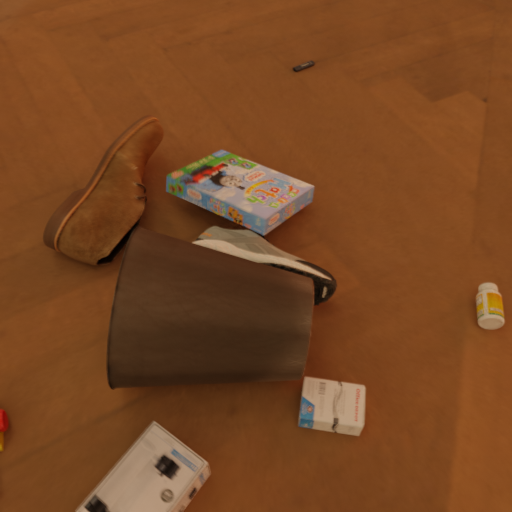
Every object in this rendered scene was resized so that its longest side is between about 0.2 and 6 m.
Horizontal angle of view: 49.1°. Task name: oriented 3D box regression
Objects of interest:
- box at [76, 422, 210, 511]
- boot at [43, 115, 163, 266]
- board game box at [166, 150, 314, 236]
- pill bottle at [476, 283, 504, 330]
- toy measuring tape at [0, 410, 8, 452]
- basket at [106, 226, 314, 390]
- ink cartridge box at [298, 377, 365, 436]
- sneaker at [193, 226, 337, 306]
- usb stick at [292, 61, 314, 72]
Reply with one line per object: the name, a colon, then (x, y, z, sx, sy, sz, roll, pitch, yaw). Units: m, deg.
box: (-1.677, 3.536, 8.093, 1.115, 0.575, 1.911, 32, 60, 20)
boot: (-2.706, -1.348, 11.568, 1.376, 1.343, 3.647, 26, 64, 5)
board game box: (-0.315, -1.374, 11.510, 2.443, 0.447, 1.848, 26, 38, 24)
pill bottle: (4.255, 0.905, 10.216, 0.445, 0.445, 0.788, 7, 53, 6)
toy measuring tape: (-4.148, 2.883, 8.624, 0.608, 0.608, 1.652, -12, 54, -9)
basket: (-0.652, 0.987, 9.206, 2.991, 2.034, 2.697, 7, 74, -1)
ink cartridge box: (1.224, 2.432, 9.055, 1.004, 0.423, 0.726, 8, 53, 6)
sneaker: (0.129, 0.076, 10.456, 2.918, 1.078, 1.157, 17, 47, 16)
usb stick: (1.272, -5.090, 15.029, 0.647, 0.105, 0.179, -27, 57, -19)
